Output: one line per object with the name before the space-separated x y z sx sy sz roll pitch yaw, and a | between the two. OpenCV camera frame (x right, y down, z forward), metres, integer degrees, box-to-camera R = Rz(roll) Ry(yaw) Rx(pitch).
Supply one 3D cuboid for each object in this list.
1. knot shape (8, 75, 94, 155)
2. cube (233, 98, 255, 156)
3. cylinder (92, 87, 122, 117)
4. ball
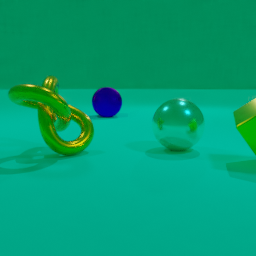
knot shape | -1.247 -0.308 4.474 1.481 0.684 1.386 53 4 29
cube | 1.966 -0.027 3.808 0.727 0.727 0.727 -35 6 25
cylinder | -0.781 -0.954 10.145 1.053 1.053 1.053 -1 8 -8
ball | 0.856 -0.058 4.794 0.890 0.890 0.890 0 9 0
